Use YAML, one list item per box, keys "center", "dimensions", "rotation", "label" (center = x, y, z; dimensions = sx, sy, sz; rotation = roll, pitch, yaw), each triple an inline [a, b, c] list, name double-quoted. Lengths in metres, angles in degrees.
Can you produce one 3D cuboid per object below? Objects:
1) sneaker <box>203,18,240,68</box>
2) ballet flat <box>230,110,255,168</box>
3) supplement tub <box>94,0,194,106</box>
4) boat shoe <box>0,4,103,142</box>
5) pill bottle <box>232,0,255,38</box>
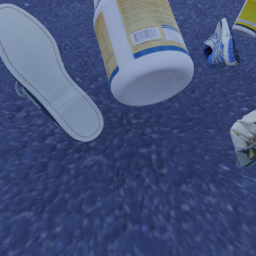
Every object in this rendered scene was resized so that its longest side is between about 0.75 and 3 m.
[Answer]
- center: [1.818, -1.721, 5.685]
  dimensions: [0.634, 0.574, 1.489]
  rotation: [-17, 36, 27]
  label: "sneaker"
- center: [1.272, 0.043, 2.723]
  dimensions: [0.434, 1.221, 0.422]
  rotation: [29, 69, 7]
  label: "ballet flat"
- center: [0.242, -1.874, 6.032]
  dimensions: [1.741, 1.741, 2.406]
  rotation: [-12, 71, -11]
  label: "supplement tub"
- center: [-1.544, -0.927, 5.336]
  dimensions: [1.065, 2.843, 0.879]
  rotation: [-47, 17, -23]
  label: "boat shoe"
- center: [3.814, -3.496, 8.507]
  dimensions: [0.737, 1.310, 0.737]
  rotation: [22, 16, -7]
  label: "pill bottle"
